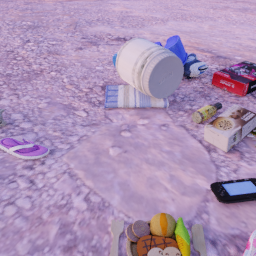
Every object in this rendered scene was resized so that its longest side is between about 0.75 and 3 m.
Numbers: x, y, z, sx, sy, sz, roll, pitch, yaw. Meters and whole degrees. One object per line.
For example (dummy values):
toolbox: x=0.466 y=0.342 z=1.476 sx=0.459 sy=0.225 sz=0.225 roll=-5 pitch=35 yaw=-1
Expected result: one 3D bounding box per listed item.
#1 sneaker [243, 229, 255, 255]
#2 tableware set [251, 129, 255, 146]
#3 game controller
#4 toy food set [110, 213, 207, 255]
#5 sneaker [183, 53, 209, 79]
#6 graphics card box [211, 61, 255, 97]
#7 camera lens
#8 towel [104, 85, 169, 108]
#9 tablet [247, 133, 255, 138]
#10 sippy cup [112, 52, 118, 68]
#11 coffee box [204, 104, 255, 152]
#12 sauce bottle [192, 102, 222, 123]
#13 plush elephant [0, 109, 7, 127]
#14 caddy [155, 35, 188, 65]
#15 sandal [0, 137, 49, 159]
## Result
sneaker: x=2.726 y=2.586 z=5.892 sx=0.457 sy=0.422 sz=1.037 roll=22 pitch=47 yaw=28
tableware set: x=4.787 y=0.316 z=9.419 sx=1.146 sy=0.261 sz=1.701 roll=5 pitch=35 yaw=3
game controller: x=2.968 y=1.636 z=7.399 sx=1.508 sy=0.318 sz=0.787 roll=-5 pitch=34 yaw=-8
toy food set: x=0.647 y=2.447 z=6.037 sx=2.144 sy=0.430 sz=1.480 roll=2 pitch=33 yaw=2
sneaker: x=3.488 y=-3.166 z=14.257 sx=1.501 sy=0.826 sz=2.050 roll=19 pitch=40 yaw=32
graphics card box: x=5.500 y=-2.398 z=13.264 sx=2.730 sy=0.694 sz=1.713 roll=-22 pitch=39 yaw=-31
camera lens: x=0.816 y=-2.511 z=11.617 sx=1.979 sy=1.979 sz=2.474 roll=-19 pitch=39 yaw=-27
towel: x=0.358 y=-1.358 z=12.017 sx=2.684 sy=0.319 sz=1.971 roll=-2 pitch=34 yaw=-1
tablet: x=4.009 y=0.044 z=10.073 sx=1.048 sy=0.072 sz=0.682 roll=13 pitch=35 yaw=18
sippy cup: x=-0.068 y=-3.602 z=14.668 sx=1.288 sy=1.758 sz=1.380 roll=-30 pitch=70 yaw=-22
coffee box: x=3.473 y=-0.025 z=9.427 sx=1.659 sy=0.662 sz=0.937 roll=-31 pitch=43 yaw=-25
sauce bottle: x=3.079 y=-0.640 z=10.747 sx=1.484 sy=0.480 sz=0.480 roll=-27 pitch=42 yaw=-32
plush elephant: x=-4.822 y=-0.444 z=10.210 sx=0.753 sy=0.801 sz=0.973 roll=0 pitch=60 yaw=24
caddy: x=1.930 y=-3.514 z=14.254 sx=2.046 sy=1.519 sz=2.894 roll=-13 pitch=27 yaw=25
sandal: x=-3.396 y=0.569 z=8.912 sx=1.825 sy=0.448 sz=0.742 roll=10 pitch=34 yaw=15
